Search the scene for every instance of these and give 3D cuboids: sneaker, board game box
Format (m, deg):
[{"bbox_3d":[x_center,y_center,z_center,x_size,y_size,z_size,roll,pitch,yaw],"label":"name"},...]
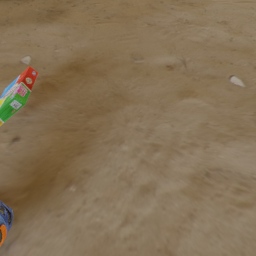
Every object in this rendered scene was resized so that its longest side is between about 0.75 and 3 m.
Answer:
[{"bbox_3d":[-2.887,1.114,4.561,2.347,0.920,0.884,39,94,0],"label":"sneaker"},{"bbox_3d":[-2.846,-0.797,7.010,1.104,0.291,1.443,-34,34,23],"label":"board game box"}]
